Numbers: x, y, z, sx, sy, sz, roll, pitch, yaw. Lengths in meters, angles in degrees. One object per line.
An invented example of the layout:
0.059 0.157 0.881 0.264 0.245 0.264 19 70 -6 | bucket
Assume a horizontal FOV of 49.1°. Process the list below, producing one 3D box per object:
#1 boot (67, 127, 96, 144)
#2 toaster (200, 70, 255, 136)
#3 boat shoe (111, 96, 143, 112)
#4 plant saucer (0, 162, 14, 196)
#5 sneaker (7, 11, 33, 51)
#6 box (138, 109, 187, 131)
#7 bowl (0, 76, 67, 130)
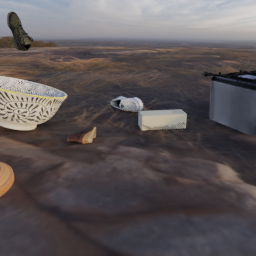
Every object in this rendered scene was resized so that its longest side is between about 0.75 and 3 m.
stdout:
-1.289 0.171 7.918 0.701 0.305 0.843 4 23 5 | boot
4.208 -0.985 9.145 2.512 1.649 2.778 -10 22 -26 | toaster
-0.073 -0.855 10.540 0.510 0.575 1.562 -20 18 -33 | boat shoe
-3.244 1.049 5.525 1.839 0.297 1.839 1 20 0 | plant saucer
-3.505 -3.143 9.201 0.735 1.283 0.490 19 39 30 | sneaker
1.076 -0.263 8.848 1.438 0.492 0.591 -3 20 -7 | box
-3.304 -0.697 8.554 2.673 1.254 2.673 13 13 -3 | bowl
